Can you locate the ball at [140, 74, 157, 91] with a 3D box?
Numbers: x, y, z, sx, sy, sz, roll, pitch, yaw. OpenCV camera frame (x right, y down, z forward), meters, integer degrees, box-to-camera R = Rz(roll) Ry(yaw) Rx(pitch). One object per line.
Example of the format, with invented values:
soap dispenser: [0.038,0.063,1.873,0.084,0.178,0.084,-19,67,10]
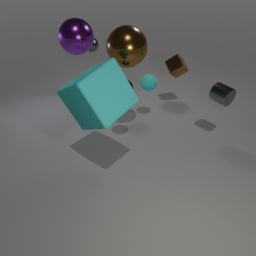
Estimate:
ball: [0.866,-1.887,11.669,0.700,0.700,0.700,0,30,0]

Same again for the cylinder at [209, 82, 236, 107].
cylinder: [3.478,-1.247,10.317,0.700,0.700,0.700,-23,44,-34]

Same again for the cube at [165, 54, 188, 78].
cube: [2.235,-2.836,12.855,0.700,0.700,0.700,-28,-23,26]

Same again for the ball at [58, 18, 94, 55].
ball: [-2.041,-3.591,11.021,1.400,1.400,1.400,0,30,0]

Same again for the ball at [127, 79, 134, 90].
ball: [-0.155,-1.339,9.550,0.700,0.700,0.700,0,30,0]

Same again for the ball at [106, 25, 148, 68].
ball: [-0.033,-2.757,9.514,1.400,1.400,1.400,0,30,0]

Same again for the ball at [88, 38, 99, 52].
ball: [-1.765,-4.005,13.496,0.700,0.700,0.700,0,30,0]

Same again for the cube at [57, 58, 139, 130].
cube: [-0.856,-0.909,7.916,1.400,1.400,1.400,-43,22,-29]
